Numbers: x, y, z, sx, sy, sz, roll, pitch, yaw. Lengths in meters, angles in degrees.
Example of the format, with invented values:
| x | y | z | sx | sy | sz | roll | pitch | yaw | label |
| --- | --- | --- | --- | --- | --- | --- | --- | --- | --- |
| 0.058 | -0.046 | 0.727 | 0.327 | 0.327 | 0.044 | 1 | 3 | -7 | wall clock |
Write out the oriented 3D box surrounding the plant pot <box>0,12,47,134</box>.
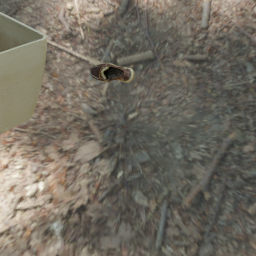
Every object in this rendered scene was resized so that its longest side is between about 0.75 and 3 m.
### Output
| x | y | z | sx | sy | sz | roll | pitch | yaw | label |
| --- | --- | --- | --- | --- | --- | --- | --- | --- | --- |
| -2.576 | -0.819 | 4.733 | 1.852 | 1.642 | 1.854 | 31 | 48 | 25 | plant pot |

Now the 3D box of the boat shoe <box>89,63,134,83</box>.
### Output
| x | y | z | sx | sy | sz | roll | pitch | yaw | label |
| --- | --- | --- | --- | --- | --- | --- | --- | --- | --- |
| -0.378 | -1.040 | 5.226 | 1.009 | 0.363 | 0.364 | 16 | 100 | 33 | boat shoe |
